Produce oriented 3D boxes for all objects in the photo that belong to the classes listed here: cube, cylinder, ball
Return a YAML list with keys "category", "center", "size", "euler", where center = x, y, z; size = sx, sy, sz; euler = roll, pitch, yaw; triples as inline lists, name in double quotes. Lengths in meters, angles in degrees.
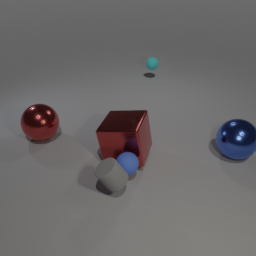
- category: "cube"
  center: [-0.073, 0.326, 9.433]
  size: [1.400, 1.400, 1.400]
  euler: [0, 31, 19]
- category: "cylinder"
  center: [-0.453, 1.308, 7.828]
  size: [0.700, 0.700, 0.700]
  euler: [-25, 34, 18]
- category: "ball"
  center: [-3.290, -0.213, 10.503]
  size: [1.400, 1.400, 1.400]
  euler: [0, 32, 0]
- category: "ball"
  center: [-0.021, 1.078, 8.494]
  size: [0.700, 0.700, 0.700]
  euler: [0, 32, 0]
- category: "ball"
  center: [1.352, -3.586, 15.611]
  size: [0.700, 0.700, 0.700]
  euler: [0, 32, 0]
- category: "ball"
  center: [3.727, 0.381, 9.556]
  size: [1.400, 1.400, 1.400]
  euler: [0, 32, 0]
